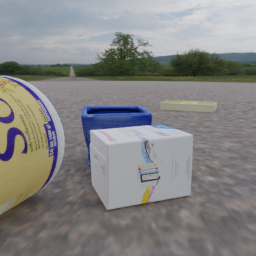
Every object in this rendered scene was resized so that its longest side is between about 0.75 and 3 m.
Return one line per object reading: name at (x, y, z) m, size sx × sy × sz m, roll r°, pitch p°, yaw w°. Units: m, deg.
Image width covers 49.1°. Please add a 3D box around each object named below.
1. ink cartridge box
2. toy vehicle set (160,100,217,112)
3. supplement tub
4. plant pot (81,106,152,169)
ink cartridge box at (0.140, 0.455, 3.748) m, size 1.156 × 0.836 × 0.851 m, roll -4°, pitch 12°, yaw -20°
toy vehicle set at (2.635, -0.967, 12.099) m, size 2.247 × 0.298 × 1.396 m, roll 5°, pitch 12°, yaw 22°
supplement tub at (-1.828, 0.299, 2.723) m, size 1.571 × 1.571 × 2.161 m, roll 4°, pitch 13°, yaw 20°
plant pot at (-0.226, 0.162, 4.810) m, size 1.109 × 0.997 × 1.109 m, roll -2°, pitch 12°, yaw -9°
